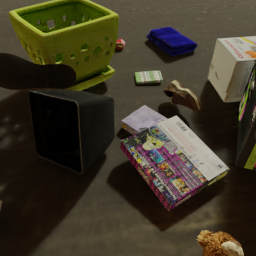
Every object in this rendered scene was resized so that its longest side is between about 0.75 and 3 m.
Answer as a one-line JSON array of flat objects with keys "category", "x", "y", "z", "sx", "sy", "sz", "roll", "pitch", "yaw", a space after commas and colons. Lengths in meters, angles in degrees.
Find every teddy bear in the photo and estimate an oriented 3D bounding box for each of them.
[{"category": "teddy bear", "x": 1.790, "y": 2.938, "z": 5.083, "sx": 1.638, "sy": 0.754, "sz": 2.259, "roll": 24, "pitch": 48, "yaw": 21}]

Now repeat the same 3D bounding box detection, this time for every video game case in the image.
[{"category": "video game case", "x": 1.199, "y": 0.799, "z": 7.471, "sx": 1.997, "sy": 0.394, "sz": 2.203, "roll": -24, "pitch": 56, "yaw": -25}]

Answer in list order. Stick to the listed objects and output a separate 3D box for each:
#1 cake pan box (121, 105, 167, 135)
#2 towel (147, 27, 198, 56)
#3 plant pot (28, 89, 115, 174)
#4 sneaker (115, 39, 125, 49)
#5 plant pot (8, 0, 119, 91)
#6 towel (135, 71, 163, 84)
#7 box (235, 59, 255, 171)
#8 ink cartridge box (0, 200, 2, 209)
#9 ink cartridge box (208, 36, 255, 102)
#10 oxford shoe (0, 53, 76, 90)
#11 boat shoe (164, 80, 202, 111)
[{"category": "cake pan box", "x": 0.560, "y": -0.161, "z": 8.775, "sx": 1.089, "sy": 0.309, "sz": 1.182, "roll": 34, "pitch": 52, "yaw": 28}, {"category": "towel", "x": 1.999, "y": -4.063, "z": 12.851, "sx": 1.538, "sy": 0.516, "sz": 2.083, "roll": -20, "pitch": 46, "yaw": -19}, {"category": "plant pot", "x": -1.364, "y": -0.137, "z": 7.580, "sx": 1.867, "sy": 1.862, "sz": 1.656, "roll": 15, "pitch": 25, "yaw": 33}, {"category": "sneaker", "x": -0.596, "y": -3.902, "z": 12.864, "sx": 0.973, "sy": 0.381, "sz": 0.562, "roll": 18, "pitch": 36, "yaw": 1}, {"category": "plant pot", "x": -2.153, "y": -2.863, "z": 10.027, "sx": 2.808, "sy": 2.560, "sz": 2.822, "roll": -28, "pitch": 49, "yaw": -26}, {"category": "towel", "x": 0.794, "y": -1.962, "z": 10.878, "sx": 1.012, "sy": 0.155, "sz": 0.755, "roll": -5, "pitch": 41, "yaw": -2}, {"category": "box", "x": 4.156, "y": -0.418, "z": 7.677, "sx": 1.792, "sy": 2.141, "sz": 2.882, "roll": 12, "pitch": 44, "yaw": 13}, {"category": "ink cartridge box", "x": -3.719, "y": 2.328, "z": 5.443, "sx": 1.923, "sy": 0.483, "sz": 2.216, "roll": 15, "pitch": 39, "yaw": -21}, {"category": "ink cartridge box", "x": 4.308, "y": -2.115, "z": 9.877, "sx": 2.319, "sy": 1.677, "sz": 1.685, "roll": -7, "pitch": 43, "yaw": -8}, {"category": "oxford shoe", "x": -2.923, "y": -1.491, "z": 8.089, "sx": 2.718, "sy": 0.969, "sz": 0.969, "roll": 7, "pitch": -1, "yaw": -18}, {"category": "boat shoe", "x": 1.723, "y": -0.944, "z": 9.150, "sx": 0.666, "sy": 0.665, "sz": 1.800, "roll": -31, "pitch": 32, "yaw": -1}]
